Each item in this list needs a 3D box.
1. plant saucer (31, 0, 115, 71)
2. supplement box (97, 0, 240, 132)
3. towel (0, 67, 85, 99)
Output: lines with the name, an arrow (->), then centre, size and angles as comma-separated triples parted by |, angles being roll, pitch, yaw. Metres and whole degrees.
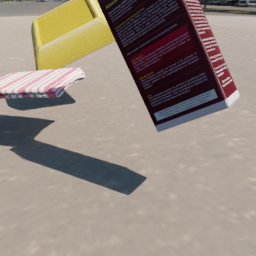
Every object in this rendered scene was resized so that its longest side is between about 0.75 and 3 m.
plant saucer -> -1.817, -3.067, 8.544 | 2.758, 0.668, 2.758 | -26, 48, 2
supplement box -> 0.613, -1.258, 4.356 | 1.282, 2.357, 0.717 | -21, 6, 38
towel -> -2.338, -1.008, 6.651 | 2.280, 0.341, 1.669 | -1, 25, 16
